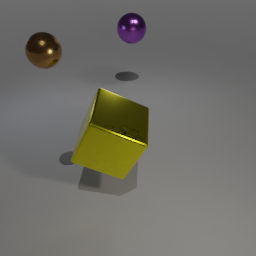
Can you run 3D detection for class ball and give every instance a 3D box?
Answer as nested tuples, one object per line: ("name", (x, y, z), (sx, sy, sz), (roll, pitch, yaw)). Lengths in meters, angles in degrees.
("ball", (-1.650, -1.515, 5.491), (0.700, 0.700, 0.700), (0, 31, 0))
("ball", (0.172, -4.725, 13.304), (1.400, 1.400, 1.400), (0, 31, 0))

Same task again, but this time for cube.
("cube", (-0.409, 0.151, 6.882), (1.400, 1.400, 1.400), (21, 40, -13))
